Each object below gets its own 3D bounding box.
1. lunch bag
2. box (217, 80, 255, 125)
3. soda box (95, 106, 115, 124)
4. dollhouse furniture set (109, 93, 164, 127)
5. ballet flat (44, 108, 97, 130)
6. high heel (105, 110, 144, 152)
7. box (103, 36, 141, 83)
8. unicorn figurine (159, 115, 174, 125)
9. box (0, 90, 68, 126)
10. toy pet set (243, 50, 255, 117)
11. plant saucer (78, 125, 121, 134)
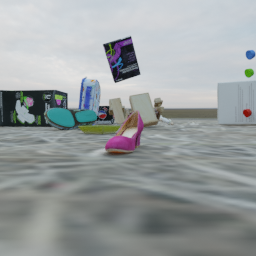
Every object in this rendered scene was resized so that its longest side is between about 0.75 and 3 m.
[{"bbox_3d":[-1.697,-1.147,12.104,0.799,2.114,1.694,5,3,1],"label":"lunch bag"},{"bbox_3d":[5.230,-1.151,13.241,1.718,2.005,1.995,-1,3,26],"label":"box"},{"bbox_3d":[-1.302,-0.713,15.404,1.053,0.942,2.975,-1,2,0],"label":"soda box"},{"bbox_3d":[0.305,-0.140,10.130,1.970,1.128,2.311,-10,-24,-10],"label":"dollhouse furniture set"},{"bbox_3d":[-1.894,-0.219,8.944,0.777,0.777,2.092,2,1,38],"label":"ballet flat"},{"bbox_3d":[-0.021,0.025,3.455,0.353,0.502,1.047,1,3,22],"label":"high heel"},{"bbox_3d":[-0.257,-3.157,13.001,1.334,1.866,0.337,-20,27,-5],"label":"box"},{"bbox_3d":[1.645,-0.344,13.071,1.061,0.392,0.729,6,14,5],"label":"unicorn figurine"},{"bbox_3d":[-3.891,-0.825,11.744,2.373,1.475,1.763,1,4,5],"label":"box"},{"bbox_3d":[5.896,-1.396,10.405,1.564,2.946,2.751,-22,35,-13],"label":"toy pet set"},{"bbox_3d":[-0.689,0.039,6.860,0.772,0.185,0.771,2,3,30],"label":"plant saucer"}]
